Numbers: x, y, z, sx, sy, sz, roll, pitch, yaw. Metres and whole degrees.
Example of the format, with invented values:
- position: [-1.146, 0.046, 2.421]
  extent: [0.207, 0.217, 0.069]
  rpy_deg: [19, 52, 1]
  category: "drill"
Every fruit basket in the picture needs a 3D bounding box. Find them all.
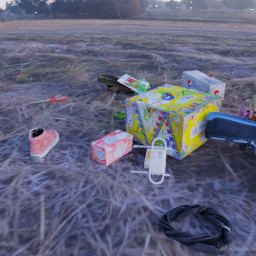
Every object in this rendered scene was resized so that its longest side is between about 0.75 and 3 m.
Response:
- position: [0.359, -2.402, 15.020]
  extent: [1.543, 0.723, 1.429]
  rpy_deg: [35, 31, 3]
  category: "fruit basket"

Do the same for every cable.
- position: [1.493, 2.143, 6.294]
  extent: [1.644, 0.418, 1.341]
  rpy_deg: [8, 26, 17]
  category: "cable"

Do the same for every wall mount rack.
- position: [0.676, 0.956, 8.235]
  extent: [1.163, 1.338, 0.499]
  rpy_deg: [6, -10, 5]
  category: "wall mount rack"

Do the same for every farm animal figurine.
- position: [4.950, -0.631, 9.689]
  extent: [2.047, 1.079, 2.070]
  rpy_deg: [16, -7, 21]
  category: "farm animal figurine"

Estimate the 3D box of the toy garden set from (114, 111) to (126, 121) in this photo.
- position: [0.153, -0.596, 12.246]
  extent: [0.993, 0.238, 1.192]
  rpy_deg: [-22, 33, -39]
  category: "toy garden set"

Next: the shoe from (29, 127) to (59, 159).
- position: [-2.900, 0.287, 9.736]
  extent: [0.627, 0.798, 1.754]
  rpy_deg: [3, 26, 6]
  category: "shoe"

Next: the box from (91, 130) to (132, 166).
- position: [-0.504, 0.620, 9.238]
  extent: [0.677, 0.624, 1.319]
  rpy_deg: [19, 31, 34]
  category: "box"

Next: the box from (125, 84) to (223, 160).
- position: [1.655, -0.406, 10.283]
  extent: [2.477, 1.569, 2.572]
  rpy_deg: [22, 34, 39]
  category: "box"

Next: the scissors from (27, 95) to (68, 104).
- position: [-3.971, -1.371, 13.986]
  extent: [1.948, 0.136, 0.712]
  rpy_deg: [-19, 33, -37]
  category: "scissors"

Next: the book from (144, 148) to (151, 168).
- position: [0.860, 0.998, 8.960]
  extent: [0.598, 0.215, 0.895]
  rpy_deg: [6, 27, 8]
  category: "book"

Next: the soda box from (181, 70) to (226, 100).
- position: [3.978, -2.319, 15.079]
  extent: [0.973, 0.904, 2.850]
  rpy_deg: [-7, 26, -15]
  category: "soda box"

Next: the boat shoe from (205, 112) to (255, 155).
- position: [3.996, 0.256, 9.487]
  extent: [2.992, 1.027, 1.259]
  rpy_deg: [16, 15, 1]
  category: "boat shoe"

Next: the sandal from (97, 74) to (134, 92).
- position: [-0.634, -2.385, 15.675]
  extent: [2.347, 0.641, 0.959]
  rpy_deg: [16, 34, 1]
  category: "sandal"
